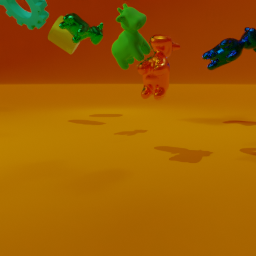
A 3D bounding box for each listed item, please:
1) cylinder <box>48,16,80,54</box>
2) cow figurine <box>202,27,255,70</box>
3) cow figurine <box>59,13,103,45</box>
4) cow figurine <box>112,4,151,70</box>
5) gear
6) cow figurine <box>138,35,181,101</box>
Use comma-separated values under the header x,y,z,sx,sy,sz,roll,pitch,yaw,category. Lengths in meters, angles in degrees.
x,y,z,sx,sy,sz,roll,pitch,yaw,category
-2.271,-3.428,10.366,1.003,1.003,1.003,32,3,-13,cylinder
3.305,-2.483,8.783,1.548,0.863,1.573,-28,2,-36,cow figurine
-1.075,-2.428,6.807,0.536,0.976,0.960,-38,12,41,cow figurine
-0.013,-1.626,5.018,0.969,0.953,0.532,-19,25,46,cow figurine
-3.120,-3.687,8.218,1.633,1.633,0.302,7,55,35,gear
0.538,-1.058,4.808,0.549,1.001,0.985,10,35,25,cow figurine
